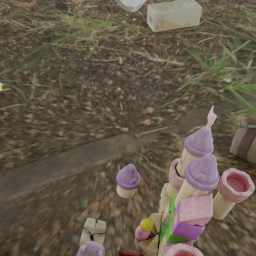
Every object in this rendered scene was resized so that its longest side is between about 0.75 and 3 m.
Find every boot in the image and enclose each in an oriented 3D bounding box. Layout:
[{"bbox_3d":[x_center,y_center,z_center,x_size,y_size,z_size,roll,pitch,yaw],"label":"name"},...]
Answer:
[{"bbox_3d":[3.170,0.640,6.364,1.621,0.779,2.218,13,47,21],"label":"boot"}]

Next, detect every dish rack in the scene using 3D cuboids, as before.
[{"bbox_3d":[0.411,-4.275,7.957,1.978,1.697,0.431,-40,67,19],"label":"dish rack"}]

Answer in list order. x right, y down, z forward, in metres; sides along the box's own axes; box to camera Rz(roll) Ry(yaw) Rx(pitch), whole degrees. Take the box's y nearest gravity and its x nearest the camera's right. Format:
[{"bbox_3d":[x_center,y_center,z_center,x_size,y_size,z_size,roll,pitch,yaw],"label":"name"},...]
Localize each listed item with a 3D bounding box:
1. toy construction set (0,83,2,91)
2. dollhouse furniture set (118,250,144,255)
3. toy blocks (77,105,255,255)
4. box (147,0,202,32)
[{"bbox_3d":[-4.414,-0.681,7.430,1.395,0.980,2.128,-2,34,6],"label":"toy construction set"},{"bbox_3d":[-0.471,2.460,4.613,1.395,0.567,0.751,4,46,4],"label":"dollhouse furniture set"},{"bbox_3d":[0.734,1.245,4.246,2.748,2.313,2.568,15,43,3],"label":"toy blocks"},{"bbox_3d":[1.846,-4.549,11.290,1.988,0.773,0.944,-11,47,-11],"label":"box"}]
